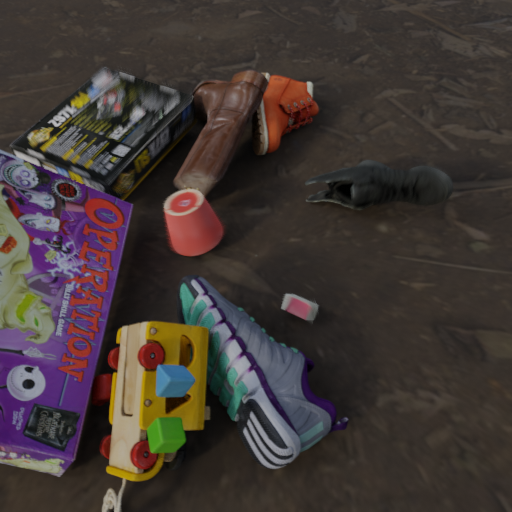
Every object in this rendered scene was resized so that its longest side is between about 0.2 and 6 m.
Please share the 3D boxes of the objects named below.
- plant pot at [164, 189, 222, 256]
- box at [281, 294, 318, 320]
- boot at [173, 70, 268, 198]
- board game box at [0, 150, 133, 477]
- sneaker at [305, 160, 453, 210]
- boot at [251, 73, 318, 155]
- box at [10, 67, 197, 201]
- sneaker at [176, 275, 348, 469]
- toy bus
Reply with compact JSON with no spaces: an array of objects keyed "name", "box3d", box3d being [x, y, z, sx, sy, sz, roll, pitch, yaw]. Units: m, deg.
[{"name":"plant pot","box3d":[-1.210,-0.667,10.404,1.031,0.912,1.031,-8,45,8]},{"name":"box","box3d":[0.735,0.862,9.427,0.507,0.276,0.324,22,5,32]},{"name":"boot","box3d":[-1.208,-2.491,12.395,2.844,0.980,3.051,-6,58,56]},{"name":"board game box","box3d":[-3.760,0.476,8.567,3.030,0.815,5.049,25,41,-25]},{"name":"sneaker","box3d":[2.351,-1.298,11.024,1.372,0.790,2.631,-32,36,-34]},{"name":"boot","box3d":[0.685,-3.389,13.248,1.615,1.130,3.012,8,45,0]},{"name":"box","box3d":[-3.260,-2.743,12.441,2.611,0.807,3.270,21,55,19]},{"name":"sneaker","box3d":[-0.034,1.544,8.508,1.432,1.218,3.272,-13,54,-32]},{"name":"toy bus","box3d":[-1.279,2.063,7.649,1.263,2.444,2.307,11,29,-33]}]
